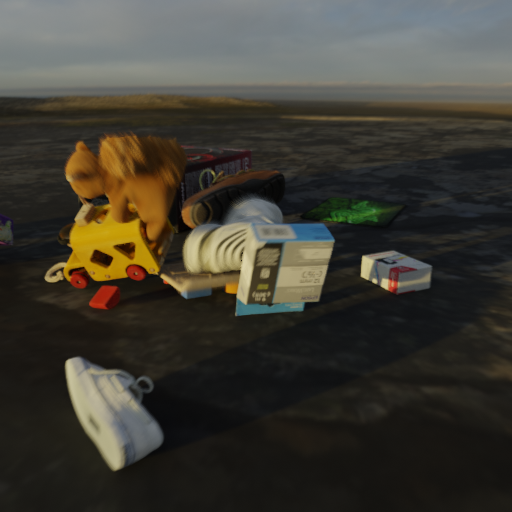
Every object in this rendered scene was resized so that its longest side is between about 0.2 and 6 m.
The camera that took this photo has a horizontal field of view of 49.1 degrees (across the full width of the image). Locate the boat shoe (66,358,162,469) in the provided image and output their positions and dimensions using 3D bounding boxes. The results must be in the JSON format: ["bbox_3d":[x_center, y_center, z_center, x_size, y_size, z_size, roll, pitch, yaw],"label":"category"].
[{"bbox_3d":[-1.325,1.389,5.416,0.652,0.565,1.530,-12,24,-33],"label":"boat shoe"}]

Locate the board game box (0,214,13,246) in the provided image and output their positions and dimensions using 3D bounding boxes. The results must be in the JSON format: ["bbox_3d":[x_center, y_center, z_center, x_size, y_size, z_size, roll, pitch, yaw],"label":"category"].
[{"bbox_3d":[-6.586,-0.533,9.249,4.110,0.664,2.467,-3,-14,4],"label":"board game box"}]

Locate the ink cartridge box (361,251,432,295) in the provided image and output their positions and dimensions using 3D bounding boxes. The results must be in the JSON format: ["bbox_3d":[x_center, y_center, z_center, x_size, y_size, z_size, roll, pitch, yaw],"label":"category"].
[{"bbox_3d":[2.269,0.256,9.152,0.689,0.392,0.946,-9,20,-26],"label":"ink cartridge box"}]

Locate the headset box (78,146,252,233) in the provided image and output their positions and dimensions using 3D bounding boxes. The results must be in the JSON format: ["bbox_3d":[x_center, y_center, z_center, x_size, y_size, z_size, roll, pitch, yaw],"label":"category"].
[{"bbox_3d":[-2.019,-1.843,13.874,2.851,1.439,3.836,10,20,27],"label":"headset box"}]

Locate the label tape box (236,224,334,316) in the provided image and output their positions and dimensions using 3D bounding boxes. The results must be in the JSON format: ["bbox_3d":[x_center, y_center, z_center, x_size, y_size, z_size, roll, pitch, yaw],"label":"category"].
[{"bbox_3d":[0.345,0.300,7.428,1.052,1.468,0.485,-1,32,-17],"label":"label tape box"}]

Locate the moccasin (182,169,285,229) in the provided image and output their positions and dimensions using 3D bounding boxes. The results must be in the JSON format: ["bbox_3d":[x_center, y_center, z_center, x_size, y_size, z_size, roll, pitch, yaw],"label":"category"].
[{"bbox_3d":[-0.576,-1.311,12.154,1.189,1.127,3.080,15,33,30],"label":"moccasin"}]

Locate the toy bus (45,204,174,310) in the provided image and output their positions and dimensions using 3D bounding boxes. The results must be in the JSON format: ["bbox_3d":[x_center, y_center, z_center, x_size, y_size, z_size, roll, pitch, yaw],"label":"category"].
[{"bbox_3d":[-2.357,-0.275,8.653,2.090,1.080,1.972,-37,40,-18],"label":"toy bus"}]

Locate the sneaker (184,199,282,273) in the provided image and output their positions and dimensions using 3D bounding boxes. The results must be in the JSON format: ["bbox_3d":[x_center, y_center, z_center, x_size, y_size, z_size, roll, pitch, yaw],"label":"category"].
[{"bbox_3d":[0.131,-0.243,8.856,1.433,0.940,2.490,7,22,29],"label":"sneaker"}]

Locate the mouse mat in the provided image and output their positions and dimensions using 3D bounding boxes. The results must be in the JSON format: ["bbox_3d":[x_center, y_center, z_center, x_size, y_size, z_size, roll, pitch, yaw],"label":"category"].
[{"bbox_3d":[2.470,-1.123,13.909,2.113,0.099,2.626,8,21,23],"label":"mouse mat"}]

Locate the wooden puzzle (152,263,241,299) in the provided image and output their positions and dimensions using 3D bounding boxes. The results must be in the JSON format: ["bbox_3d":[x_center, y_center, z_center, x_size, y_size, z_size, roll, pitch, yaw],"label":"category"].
[{"bbox_3d":[-0.758,0.357,8.822,1.450,0.362,1.565,-6,11,-29],"label":"wooden puzzle"}]

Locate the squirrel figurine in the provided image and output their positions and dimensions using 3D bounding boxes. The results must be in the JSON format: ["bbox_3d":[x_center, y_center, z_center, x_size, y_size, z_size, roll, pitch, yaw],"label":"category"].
[{"bbox_3d":[-1.773,-1.155,7.563,1.450,1.554,1.100,20,52,-15],"label":"squirrel figurine"}]
